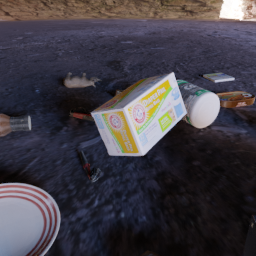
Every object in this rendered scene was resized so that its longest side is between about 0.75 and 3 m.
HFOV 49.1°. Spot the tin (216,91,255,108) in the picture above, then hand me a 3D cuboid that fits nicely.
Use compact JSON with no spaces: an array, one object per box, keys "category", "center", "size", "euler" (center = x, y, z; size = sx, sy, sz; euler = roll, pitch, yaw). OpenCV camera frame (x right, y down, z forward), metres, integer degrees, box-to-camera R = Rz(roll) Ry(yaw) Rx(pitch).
[{"category":"tin","center":[4.272,-1.156,11.253],"size":[1.689,0.354,0.946],"euler":[-8,32,-15]}]

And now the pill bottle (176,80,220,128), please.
[{"category":"pill bottle","center":[1.986,-0.958,9.781],"size":[1.239,1.239,2.190],"euler":[-14,31,-27]}]

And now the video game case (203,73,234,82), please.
[{"category":"video game case","center":[4.641,-2.593,14.357],"size":[1.161,0.128,1.057],"euler":[-10,28,-17]}]

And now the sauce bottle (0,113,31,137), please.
[{"category":"sauce bottle","center":[-4.232,-0.070,8.593],"size":[2.360,0.764,0.764],"euler":[-5,27,-13]}]

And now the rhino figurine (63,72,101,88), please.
[{"category":"rhino figurine","center":[-2.137,-2.181,13.053],"size":[1.797,0.537,0.786],"euler":[0,40,-5]}]

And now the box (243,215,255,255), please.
[{"category":"box","center":[2.629,2.117,3.914],"size":[1.520,0.944,1.532],"euler":[3,27,5]}]

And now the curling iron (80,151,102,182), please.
[{"category":"curling iron","center":[-1.000,0.934,7.139],"size":[0.343,0.177,1.384],"euler":[-44,32,-3]}]

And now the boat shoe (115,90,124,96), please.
[{"category":"boat shoe","center":[0.058,-1.449,11.694],"size":[1.182,0.437,0.437],"euler":[-3,27,-7]}]

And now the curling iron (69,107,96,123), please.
[{"category":"curling iron","center":[-0.814,-0.342,9.568],"size":[2.687,0.343,0.666],"euler":[11,28,21]}]

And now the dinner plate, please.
[{"category":"dinner plate","center":[-2.353,1.833,5.081],"size":[2.192,0.266,2.192],"euler":[5,31,-3]}]

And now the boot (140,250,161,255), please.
[{"category":"boot","center":[0.580,2.472,3.791],"size":[1.591,0.511,1.483],"euler":[8,30,24]}]

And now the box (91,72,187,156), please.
[{"category":"box","center":[0.331,-0.358,6.604],"size":[1.052,1.167,2.075],"euler":[-4,26,43]}]
